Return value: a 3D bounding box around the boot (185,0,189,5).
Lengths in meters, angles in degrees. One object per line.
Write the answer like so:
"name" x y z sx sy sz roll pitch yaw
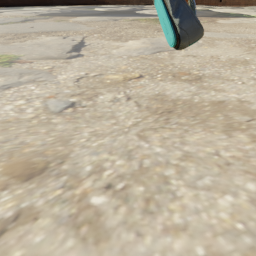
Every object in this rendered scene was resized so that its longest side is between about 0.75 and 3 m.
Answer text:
"boot" 1.718 -3.639 9.029 0.720 1.458 1.878 -7 17 13

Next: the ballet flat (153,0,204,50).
"ballet flat" 0.818 -2.959 5.939 0.849 2.667 0.899 -25 1 -6
